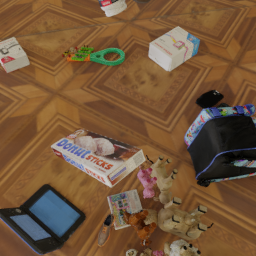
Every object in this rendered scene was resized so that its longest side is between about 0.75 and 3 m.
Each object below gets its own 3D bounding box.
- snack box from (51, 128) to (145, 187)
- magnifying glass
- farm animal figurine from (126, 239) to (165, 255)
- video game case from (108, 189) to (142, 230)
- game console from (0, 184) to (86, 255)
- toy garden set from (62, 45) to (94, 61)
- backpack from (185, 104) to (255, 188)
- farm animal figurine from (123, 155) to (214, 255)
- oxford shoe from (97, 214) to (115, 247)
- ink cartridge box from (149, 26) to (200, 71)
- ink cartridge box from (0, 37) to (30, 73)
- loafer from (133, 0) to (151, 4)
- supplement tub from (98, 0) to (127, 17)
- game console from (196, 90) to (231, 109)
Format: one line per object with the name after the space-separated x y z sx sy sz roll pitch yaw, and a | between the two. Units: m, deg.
-0.865 0.603 6.892 1.019 0.344 2.833 -36 29 -27 | snack box
-1.499 -3.337 13.151 2.686 0.301 1.069 -3 52 1 | magnifying glass
0.568 3.765 8.113 0.963 0.508 0.973 -34 68 -8 | farm animal figurine
-0.056 2.623 9.097 1.002 0.130 1.101 -13 57 -9 | video game case
-2.572 2.641 8.511 1.957 1.670 1.158 31 87 20 | game console
-2.346 -3.590 13.065 1.103 0.264 1.324 10 41 12 | toy garden set
3.649 0.509 9.036 2.931 2.676 1.972 -7 63 -9 | backpack
1.125 2.497 8.451 2.740 1.445 2.771 33 46 3 | farm animal figurine
-0.708 3.096 8.566 0.356 0.364 1.000 13 66 17 | oxford shoe
2.136 -3.711 13.082 1.966 0.832 1.421 -37 63 -21 | ink cartridge box
-5.436 -3.401 12.983 1.114 0.639 1.534 -29 60 -19 | ink cartridge box
0.196 -4.534 9.255 1.258 0.447 0.459 19 56 -6 | loafer
-0.669 -4.761 9.887 0.932 1.328 0.932 -19 35 14 | supplement tub
3.771 -0.858 11.478 1.079 0.220 1.829 -35 61 -22 | game console
